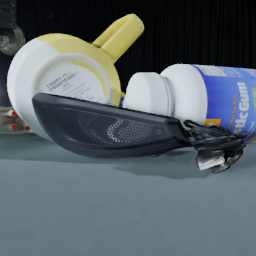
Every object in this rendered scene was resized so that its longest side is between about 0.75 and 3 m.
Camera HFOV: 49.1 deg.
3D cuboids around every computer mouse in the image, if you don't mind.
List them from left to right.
[{"bbox_3d":[-0.021,0.103,3.301,2.507,0.661,1.736,12,6,15],"label":"computer mouse"}]

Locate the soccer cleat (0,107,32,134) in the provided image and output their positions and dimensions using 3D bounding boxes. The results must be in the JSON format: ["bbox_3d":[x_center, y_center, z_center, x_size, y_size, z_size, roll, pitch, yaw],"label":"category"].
[{"bbox_3d":[-3.520,-0.219,6.503,2.685,0.930,1.041,6,-6,-39],"label":"soccer cleat"}]

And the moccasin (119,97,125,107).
[{"bbox_3d":[-0.527,-0.859,12.238,2.964,1.193,1.011,-21,38,-36],"label":"moccasin"}]

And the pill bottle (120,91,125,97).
[{"bbox_3d":[-1.117,-1.422,13.856,2.615,1.465,1.465,29,-13,-32],"label":"pill bottle"}]

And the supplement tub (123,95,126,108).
[{"bbox_3d":[0.630,-0.843,10.974,1.539,1.539,2.512,0,4,3],"label":"supplement tub"}]

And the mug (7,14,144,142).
[{"bbox_3d":[-1.111,-0.984,5.243,2.218,2.770,2.274,12,8,-20],"label":"mug"}]

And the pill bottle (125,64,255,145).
[{"bbox_3d":[1.209,-0.371,4.673,2.352,1.318,1.318,-2,4,-22],"label":"pill bottle"}]
